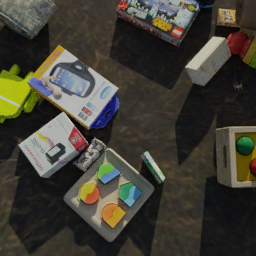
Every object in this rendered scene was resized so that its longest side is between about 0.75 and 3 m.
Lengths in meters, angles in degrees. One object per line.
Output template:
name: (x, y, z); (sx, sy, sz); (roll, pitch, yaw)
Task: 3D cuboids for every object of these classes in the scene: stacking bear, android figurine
stacking bear: (4.422, -2.752, 9.777); (2.041, 1.239, 1.161); (26, 119, 12)
android figurine: (-4.093, -1.181, 9.752); (1.884, 0.425, 2.070); (24, 76, 4)

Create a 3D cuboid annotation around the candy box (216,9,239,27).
candy box: (3.813, -4.106, 10.466); (0.933, 0.258, 0.538); (7, 79, 1)

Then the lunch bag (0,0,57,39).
lunch bag: (-3.621, -4.145, 10.072); (1.813, 1.066, 1.487); (34, 80, 12)

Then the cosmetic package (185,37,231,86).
cosmetic package: (2.804, -2.326, 9.742); (1.573, 0.814, 0.575); (-49, 39, -9)

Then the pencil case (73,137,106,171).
pencil case: (-1.282, 0.892, 9.296); (0.528, 0.459, 1.181); (39, 80, 11)

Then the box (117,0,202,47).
box: (1.150, -4.404, 10.393); (2.641, 0.527, 1.808); (29, 79, 6)

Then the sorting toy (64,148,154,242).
sorting toy: (-0.615, 2.126, 9.056); (2.112, 0.416, 2.282); (40, 81, 8)

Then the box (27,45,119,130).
box: (-1.711, -1.276, 9.547); (2.889, 0.599, 1.720); (35, 77, 2)

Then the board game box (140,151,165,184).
board game box: (0.807, 1.260, 9.057); (0.156, 0.723, 1.074); (-35, 82, 10)

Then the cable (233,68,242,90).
cable: (3.852, -1.764, 10.027); (0.395, 0.205, 0.814); (-1, 69, -15)

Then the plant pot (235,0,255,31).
plant pot: (4.841, -4.139, 9.511); (2.043, 2.343, 2.343); (0, 78, 7)

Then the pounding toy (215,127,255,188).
pounding toy: (4.354, 1.221, 8.598); (2.859, 1.308, 2.511); (-1, 86, -2)

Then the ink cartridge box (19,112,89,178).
ink cartridge box: (-2.402, 0.582, 9.213); (1.806, 0.748, 1.316); (-38, 81, -8)

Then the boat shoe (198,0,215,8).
boat shoe: (2.912, -5.905, 10.514); (1.120, 0.914, 2.663); (-16, 78, -3)
